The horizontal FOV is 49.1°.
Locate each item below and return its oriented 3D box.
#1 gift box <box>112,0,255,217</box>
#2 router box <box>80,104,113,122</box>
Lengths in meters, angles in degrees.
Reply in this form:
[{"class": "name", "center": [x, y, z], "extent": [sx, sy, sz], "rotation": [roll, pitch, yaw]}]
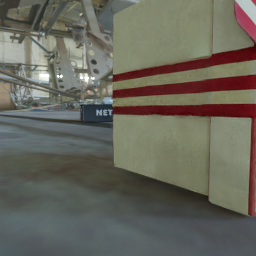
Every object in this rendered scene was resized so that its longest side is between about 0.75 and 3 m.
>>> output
[{"class": "gift box", "center": [0.812, -0.419, 2.171], "extent": [1.608, 1.742, 1.627], "rotation": [-9, 10, -35]}, {"class": "router box", "center": [-0.672, -0.699, 12.487], "extent": [2.836, 0.741, 2.229], "rotation": [-1, 4, -13]}]
